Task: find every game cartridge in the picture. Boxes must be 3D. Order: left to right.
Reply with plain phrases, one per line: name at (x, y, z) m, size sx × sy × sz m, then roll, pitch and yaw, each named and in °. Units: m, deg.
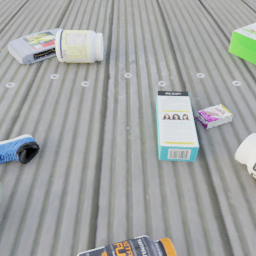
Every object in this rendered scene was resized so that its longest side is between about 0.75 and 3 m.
game cartridge at (-3.856, -3.797, 12.772) m, size 2.848 × 0.582 × 1.896 m, roll -28°, pitch 45°, yaw -28°

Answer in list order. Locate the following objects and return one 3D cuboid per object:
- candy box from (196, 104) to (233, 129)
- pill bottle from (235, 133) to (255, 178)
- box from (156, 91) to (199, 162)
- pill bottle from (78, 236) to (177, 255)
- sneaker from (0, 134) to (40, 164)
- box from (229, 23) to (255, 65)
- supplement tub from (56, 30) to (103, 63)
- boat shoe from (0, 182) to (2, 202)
candy box at (2.814, -0.388, 9.146) m, size 0.980 × 0.299 × 0.669 m, roll -16°, pitch 44°, yaw -17°
pill bottle at (3.750, 0.998, 7.038) m, size 1.091 × 1.091 × 1.875 m, roll -26°, pitch 49°, yaw -26°
box at (1.438, -0.157, 8.633) m, size 1.068 × 0.638 × 2.595 m, roll 2°, pitch 42°, yaw 2°
pill bottle at (0.016, 2.643, 5.315) m, size 1.824 × 0.969 × 0.969 m, roll -11°, pitch 43°, yaw -13°
sneaker at (-3.185, 0.722, 7.719) m, size 1.479 × 0.568 × 0.823 m, roll -24°, pitch 38°, yaw -33°
box at (5.962, -3.653, 12.174) m, size 1.942 × 1.064 × 2.201 m, roll -25°, pitch 48°, yaw -26°
supplement tub at (-1.984, -3.398, 11.714) m, size 1.820 × 1.319 × 1.319 m, roll 1°, pitch 42°, yaw 0°
boat shoe at (-3.558, 2.270, 5.659) m, size 0.874 × 1.035 × 2.902 m, roll 9°, pitch 45°, yaw 4°
